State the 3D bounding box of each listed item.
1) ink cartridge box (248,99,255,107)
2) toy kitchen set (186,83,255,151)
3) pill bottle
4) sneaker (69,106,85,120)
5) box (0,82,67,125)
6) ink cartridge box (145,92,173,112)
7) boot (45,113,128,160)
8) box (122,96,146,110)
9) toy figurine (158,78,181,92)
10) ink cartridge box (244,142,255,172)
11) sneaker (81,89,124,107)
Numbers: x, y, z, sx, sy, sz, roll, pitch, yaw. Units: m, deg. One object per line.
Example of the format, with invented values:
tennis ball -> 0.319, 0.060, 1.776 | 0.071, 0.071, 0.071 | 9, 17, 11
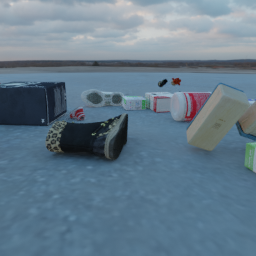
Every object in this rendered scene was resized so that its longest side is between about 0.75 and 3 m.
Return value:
ink cartridge box -> 6.266, -0.999, 12.653 | 2.663, 0.522, 1.324 | 0, 14, 6
toy kitchen set -> 3.169, -0.463, 7.682 | 2.826, 1.665, 2.264 | 18, 41, -11
pill bottle -> 2.726, -0.847, 10.832 | 1.956, 1.098, 1.098 | -2, 14, -11
sneaker -> -2.005, -0.461, 11.050 | 0.324, 0.511, 0.908 | -13, -11, -41
box -> -3.851, -1.027, 10.918 | 2.321, 1.439, 2.282 | 1, 16, 4
ink cartridge box -> 1.617, -1.243, 13.205 | 1.216, 0.706, 1.685 | -4, 14, -14
boot -> -0.948, 0.126, 7.485 | 1.791, 0.870, 2.379 | 3, 20, 8
box -> 0.267, -1.195, 13.430 | 0.964, 0.528, 1.093 | -1, 15, -10
toy figurine -> 2.413, -2.210, 16.029 | 1.290, 1.270, 0.898 | -10, 0, -15
ink cartridge box -> 3.187, 0.760, 5.418 | 0.985, 0.566, 1.683 | -3, 14, -11
sneaker -> -1.348, -1.488, 14.299 | 2.210, 0.861, 1.098 | 5, 5, -20
